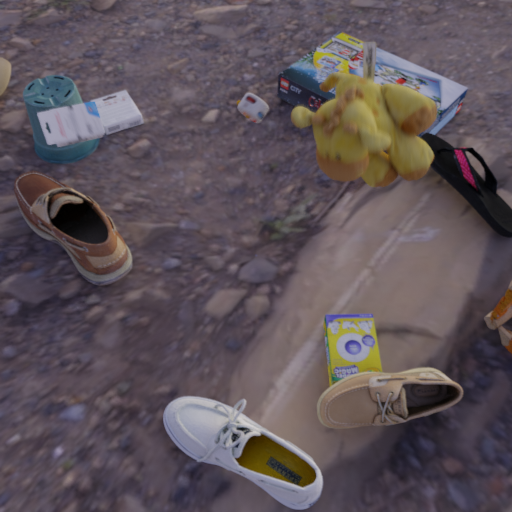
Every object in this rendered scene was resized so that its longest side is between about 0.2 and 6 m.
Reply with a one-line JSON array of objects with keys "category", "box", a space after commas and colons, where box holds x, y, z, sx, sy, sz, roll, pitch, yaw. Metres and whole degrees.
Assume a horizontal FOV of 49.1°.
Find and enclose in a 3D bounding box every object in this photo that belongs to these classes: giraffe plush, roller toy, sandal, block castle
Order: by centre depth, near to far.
[{"category": "giraffe plush", "box": [1.550, -1.878, 8.453, 1.952, 2.262, 1.835, -6, 26, 35]}, {"category": "block castle", "box": [4.885, 1.176, 8.698, 1.062, 1.513, 2.264, -30, 60, -22]}, {"category": "roller toy", "box": [-0.060, -2.332, 8.875, 0.479, 0.437, 0.335, 34, 91, -20]}, {"category": "sandal", "box": [4.356, -1.577, 11.123, 1.048, 0.629, 2.791, -14, 58, -34]}]

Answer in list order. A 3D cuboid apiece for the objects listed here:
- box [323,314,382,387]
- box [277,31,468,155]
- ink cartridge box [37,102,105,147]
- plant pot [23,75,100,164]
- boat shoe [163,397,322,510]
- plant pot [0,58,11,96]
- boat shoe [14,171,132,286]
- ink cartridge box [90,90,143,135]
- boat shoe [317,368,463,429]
[{"category": "box", "box": [1.565, 1.624, 9.095, 0.835, 0.344, 1.424, -1, 54, -1]}, {"category": "box", "box": [2.634, -3.787, 12.994, 3.595, 0.678, 2.456, 35, 60, 24]}, {"category": "ink cartridge box", "box": [-3.092, -2.170, 9.316, 0.970, 0.329, 0.563, -20, 96, -27]}, {"category": "plant pot", "box": [-4.200, -2.945, 11.912, 1.433, 1.403, 1.433, 0, 54, 0]}, {"category": "boat shoe", "box": [-0.237, 2.616, 7.853, 2.559, 1.091, 0.945, 27, 57, 19]}, {"category": "plant pot", "box": [-6.338, -4.110, 13.106, 1.163, 1.163, 0.781, -6, 87, -5]}, {"category": "boat shoe", "box": [-3.473, -0.791, 10.418, 3.184, 1.143, 1.206, 36, 60, 24]}, {"category": "ink cartridge box", "box": [-3.227, -3.320, 12.934, 0.906, 0.282, 1.126, -22, 52, -16]}, {"category": "boat shoe", "box": [1.974, 2.112, 8.312, 2.153, 0.695, 0.767, -12, 92, -11]}]
